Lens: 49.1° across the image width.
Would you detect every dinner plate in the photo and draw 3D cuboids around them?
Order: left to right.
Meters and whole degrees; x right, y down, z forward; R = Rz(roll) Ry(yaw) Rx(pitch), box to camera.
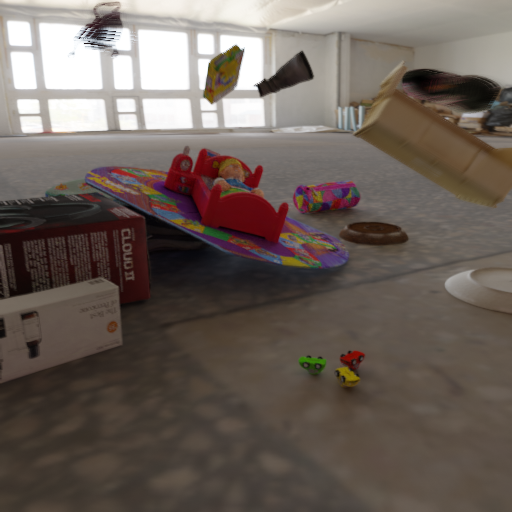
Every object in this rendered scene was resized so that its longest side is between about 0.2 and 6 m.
[{"bbox_3d":[4.166,0.497,9.066,2.100,0.255,2.100,1,17,0],"label":"dinner plate"}]

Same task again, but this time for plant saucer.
[{"bbox_3d":[2.650,-0.535,12.650,1.553,0.249,1.553,0,15,0],"label":"plant saucer"}]

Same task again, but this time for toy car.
[{"bbox_3d":[0.848,1.281,6.403,0.731,0.173,0.777,4,16,14],"label":"toy car"}]

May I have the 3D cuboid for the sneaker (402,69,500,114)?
[{"bbox_3d":[3.750,-3.261,11.049,1.924,0.773,0.831,15,18,24],"label":"sneaker"}]

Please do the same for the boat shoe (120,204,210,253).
[{"bbox_3d":[-1.796,-0.750,11.690,3.160,1.158,1.177,-10,19,-31],"label":"boat shoe"}]

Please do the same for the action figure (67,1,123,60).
[{"bbox_3d":[-3.011,-4.119,10.294,0.917,1.020,1.370,-12,26,-26],"label":"action figure"}]

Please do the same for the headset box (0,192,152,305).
[{"bbox_3d":[-3.509,-0.051,8.814,3.648,1.409,2.714,-10,19,-27],"label":"headset box"}]

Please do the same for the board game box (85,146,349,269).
[{"bbox_3d":[-0.583,-1.324,11.044,5.368,1.045,4.241,26,17,25],"label":"board game box"}]

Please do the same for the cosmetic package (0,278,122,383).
[{"bbox_3d":[-2.594,0.899,6.568,2.018,0.833,0.511,-14,24,-40],"label":"cosmetic package"}]

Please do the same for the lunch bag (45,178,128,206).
[{"bbox_3d":[-3.486,-1.188,13.273,2.095,1.007,2.613,23,32,37],"label":"lunch bag"}]

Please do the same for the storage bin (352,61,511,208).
[{"bbox_3d":[2.946,-1.922,9.135,2.395,1.122,2.378,32,10,-1],"label":"storage bin"}]

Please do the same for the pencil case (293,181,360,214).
[{"bbox_3d":[1.950,-1.635,15.457,1.913,0.845,0.845,-10,19,-29],"label":"pencil case"}]

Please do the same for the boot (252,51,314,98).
[{"bbox_3d":[0.551,-3.846,12.225,1.176,0.624,1.787,-25,6,-2],"label":"boot"}]

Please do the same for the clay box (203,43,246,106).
[{"bbox_3d":[-0.762,-4.320,13.186,0.917,0.380,1.596,-41,-8,-19],"label":"clay box"}]
